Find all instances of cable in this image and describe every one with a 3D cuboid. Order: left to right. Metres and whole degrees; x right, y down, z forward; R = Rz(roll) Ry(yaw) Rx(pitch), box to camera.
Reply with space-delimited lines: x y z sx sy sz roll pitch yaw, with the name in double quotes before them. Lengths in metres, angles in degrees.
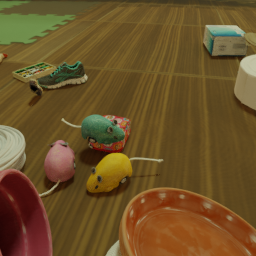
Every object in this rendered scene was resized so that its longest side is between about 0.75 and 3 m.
"cable" -3.333 0.675 6.246 2.029 0.702 2.028 2 32 2

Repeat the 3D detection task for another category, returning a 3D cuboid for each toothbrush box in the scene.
"toothbrush box" 4.632 -4.235 13.431 1.599 0.932 2.184 1 34 2

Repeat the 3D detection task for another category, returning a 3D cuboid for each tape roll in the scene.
"tape roll" 5.103 -1.468 9.157 3.007 1.052 3.007 0 34 0

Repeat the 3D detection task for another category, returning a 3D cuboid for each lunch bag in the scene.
"lunch bag" -0.529 0.107 7.283 1.040 0.484 1.181 9 34 13

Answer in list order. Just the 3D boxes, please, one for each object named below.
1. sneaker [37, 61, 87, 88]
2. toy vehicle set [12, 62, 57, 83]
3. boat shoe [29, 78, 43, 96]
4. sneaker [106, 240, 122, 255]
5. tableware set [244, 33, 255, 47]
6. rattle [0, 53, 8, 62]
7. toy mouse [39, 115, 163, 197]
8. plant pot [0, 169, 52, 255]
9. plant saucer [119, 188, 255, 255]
"sneaker" -2.395 -1.982 10.133 1.815 0.828 0.704 -16 37 -22
"toy vehicle set" -3.684 -2.229 11.082 0.909 0.194 1.463 24 40 32
"boat shoe" -3.040 -1.283 9.171 0.319 0.886 0.287 4 65 0
"sneaker" -0.230 2.067 3.287 1.055 1.655 2.864 10 33 18
"tableware set" 6.266 -3.261 11.925 2.667 0.309 2.228 0 52 -15
"rattle" -5.823 -3.251 11.962 0.929 1.019 1.427 -4 35 30
"toy mouse" -1.012 0.380 6.318 2.736 0.530 2.432 -27 55 -17
"plant pot" -2.182 1.652 4.008 1.600 1.788 1.788 -18 35 0
"plant saucer" 1.089 1.852 4.111 2.581 0.417 2.581 16 23 -7
